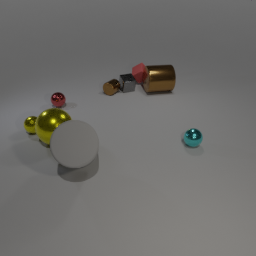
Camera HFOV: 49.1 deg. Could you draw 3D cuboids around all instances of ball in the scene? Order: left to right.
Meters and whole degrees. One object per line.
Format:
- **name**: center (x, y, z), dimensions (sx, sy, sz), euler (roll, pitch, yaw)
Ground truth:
- **ball**: center (-3.818, -0.136, 11.235), dimensions (0.700, 0.700, 0.700), euler (0, 30, 0)
- **ball**: center (-2.737, -0.051, 10.446), dimensions (1.400, 1.400, 1.400), euler (0, 30, 0)
- **ball**: center (-3.302, -1.348, 13.261), dimensions (0.700, 0.700, 0.700), euler (0, 30, 0)
- **ball**: center (2.429, 0.357, 10.438), dimensions (0.700, 0.700, 0.700), euler (0, 30, 0)

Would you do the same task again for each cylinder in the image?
- **cylinder**: center (-1.608, 0.546, 8.686), dimensions (1.400, 1.400, 1.400), euler (-4, -8, -7)
- **cylinder**: center (-0.852, -2.149, 14.696), dimensions (0.700, 0.700, 0.700), euler (17, 34, 26)
- **cylinder**: center (1.618, -2.604, 14.746), dimensions (1.400, 1.400, 1.400), euler (-5, 31, -11)

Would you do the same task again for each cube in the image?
- **cube**: center (-0.035, -2.402, 14.956), dimensions (0.700, 0.700, 0.700), euler (-12, 51, -20)
- **cube**: center (0.697, -3.076, 15.644), dimensions (0.700, 0.700, 0.700), euler (-22, 47, 33)
